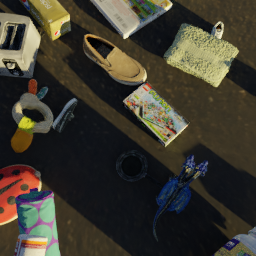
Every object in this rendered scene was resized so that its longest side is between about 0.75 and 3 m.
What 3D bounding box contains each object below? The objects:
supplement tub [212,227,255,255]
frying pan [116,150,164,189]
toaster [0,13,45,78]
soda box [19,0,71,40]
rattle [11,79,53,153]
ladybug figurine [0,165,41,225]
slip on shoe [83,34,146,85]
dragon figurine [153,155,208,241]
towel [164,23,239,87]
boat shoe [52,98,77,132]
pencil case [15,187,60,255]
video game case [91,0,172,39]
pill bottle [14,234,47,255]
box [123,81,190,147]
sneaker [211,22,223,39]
[{"bbox_3d":[3.253,4.388,7.920,2.839,2.064,2.064,-35,77,-10],"label":"supplement tub"},{"bbox_3d":[0.476,1.389,9.705,1.776,0.289,1.074,14,75,2],"label":"frying pan"},{"bbox_3d":[-4.450,-3.108,10.440,2.014,1.322,2.227,6,74,1],"label":"toaster"},{"bbox_3d":[-3.445,-4.881,11.084,0.896,0.948,2.799,-37,77,-19],"label":"soda box"},{"bbox_3d":[-3.565,-0.466,10.220,1.444,1.584,2.218,-5,50,-24],"label":"rattle"},{"bbox_3d":[-4.042,2.140,9.155,2.532,0.911,1.718,-36,77,-9],"label":"ladybug figurine"},{"bbox_3d":[-0.535,-2.614,10.543,2.781,0.842,1.057,39,78,10],"label":"slip on shoe"},{"bbox_3d":[1.456,2.134,8.883,0.856,1.446,2.909,34,77,10],"label":"dragon figurine"},{"bbox_3d":[2.770,-2.827,10.662,2.415,0.441,1.792,29,87,7],"label":"towel"},{"bbox_3d":[-2.194,-0.447,10.155,0.425,0.472,1.336,33,84,9],"label":"boat shoe"},{"bbox_3d":[-2.325,2.826,7.378,0.987,1.072,2.319,-7,95,-13],"label":"pencil case"},{"bbox_3d":[0.011,-5.329,11.605,2.489,0.313,2.735,-36,76,-9],"label":"video game case"},{"bbox_3d":[-1.737,2.360,4.847,0.513,0.513,0.936,6,71,2],"label":"pill bottle"},{"bbox_3d":[0.997,-0.527,10.190,1.222,0.385,2.220,-42,78,-11],"label":"box"},{"bbox_3d":[3.454,-3.609,11.022,0.453,0.478,1.184,13,75,2],"label":"sneaker"}]
